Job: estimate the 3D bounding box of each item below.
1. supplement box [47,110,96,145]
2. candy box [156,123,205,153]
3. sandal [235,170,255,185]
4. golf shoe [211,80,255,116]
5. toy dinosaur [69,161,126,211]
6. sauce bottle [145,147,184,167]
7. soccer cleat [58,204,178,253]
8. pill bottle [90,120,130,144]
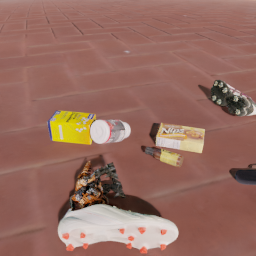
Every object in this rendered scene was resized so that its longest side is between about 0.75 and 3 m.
[{"bbox_3d":[-1.967,-0.033,10.007,1.513,0.829,0.824,5,32,7],"label":"supplement box"},{"bbox_3d":[1.837,0.326,9.795,1.577,0.436,0.910,8,34,13],"label":"candy box"},{"bbox_3d":[4.027,1.398,8.164,1.683,0.360,0.640,-2,32,-3],"label":"sandal"},{"bbox_3d":[4.530,-1.236,12.073,1.126,0.987,2.556,5,32,-26],"label":"golf shoe"},{"bbox_3d":[-0.916,1.541,7.457,1.422,1.070,2.096,-20,54,-3],"label":"toy dinosaur"},{"bbox_3d":[1.140,0.885,8.952,1.237,0.408,0.408,18,36,24],"label":"sauce bottle"},{"bbox_3d":[-0.237,2.184,6.438,2.714,0.940,1.053,-1,29,3],"label":"soccer cleat"},{"bbox_3d":[-0.547,0.104,9.552,0.780,0.780,1.408,24,15,33],"label":"pill bottle"}]
